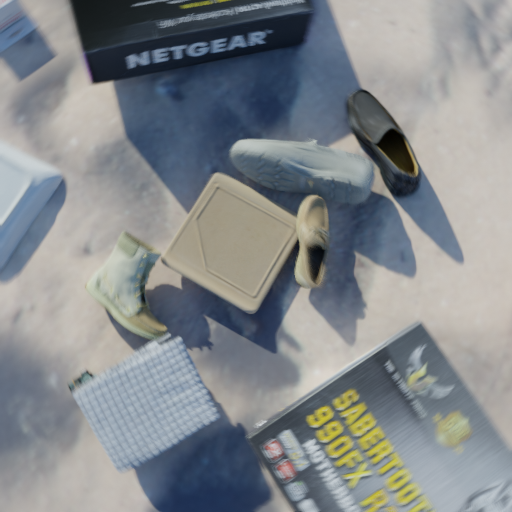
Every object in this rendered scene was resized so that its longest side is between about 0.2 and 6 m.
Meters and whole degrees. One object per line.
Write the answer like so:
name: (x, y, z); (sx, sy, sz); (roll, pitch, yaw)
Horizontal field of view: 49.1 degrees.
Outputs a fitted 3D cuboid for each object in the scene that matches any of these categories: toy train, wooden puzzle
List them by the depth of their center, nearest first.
toy train: (-2.630, 2.208, 8.853); (0.448, 0.335, 0.786); (-32, 82, 6)
wooden puzzle: (-0.358, -0.238, 9.417); (1.807, 0.364, 1.954); (30, 73, 5)

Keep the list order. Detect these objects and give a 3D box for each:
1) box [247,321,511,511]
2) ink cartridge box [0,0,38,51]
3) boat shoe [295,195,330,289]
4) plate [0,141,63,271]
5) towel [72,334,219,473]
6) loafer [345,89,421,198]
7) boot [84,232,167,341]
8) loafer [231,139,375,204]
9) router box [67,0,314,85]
box: (2.212, 3.468, 8.202); (3.150, 0.961, 3.977); (-31, 79, -7)
ink cartridge box: (-4.900, -4.677, 10.351); (0.904, 0.521, 1.561); (-40, 80, -9)
boat shoe: (0.979, -0.248, 9.142); (0.558, 0.505, 1.565); (4, 84, -14)
plate: (-4.766, -1.051, 9.597); (2.099, 0.340, 2.104); (29, 79, 6)
towel: (-1.633, 2.174, 8.468); (1.757, 0.752, 1.455); (-29, 90, -10)
loafer: (2.236, -2.053, 9.609); (0.765, 0.759, 2.101); (-29, 78, -6)
boot: (-1.842, 0.487, 8.962); (1.582, 0.570, 1.223); (37, 98, 12)
loafer: (0.792, -1.551, 9.528); (2.438, 0.853, 0.851); (16, 54, 4)
router box: (-1.356, -4.947, 9.969); (4.038, 1.031, 3.012); (-14, 77, -9)
